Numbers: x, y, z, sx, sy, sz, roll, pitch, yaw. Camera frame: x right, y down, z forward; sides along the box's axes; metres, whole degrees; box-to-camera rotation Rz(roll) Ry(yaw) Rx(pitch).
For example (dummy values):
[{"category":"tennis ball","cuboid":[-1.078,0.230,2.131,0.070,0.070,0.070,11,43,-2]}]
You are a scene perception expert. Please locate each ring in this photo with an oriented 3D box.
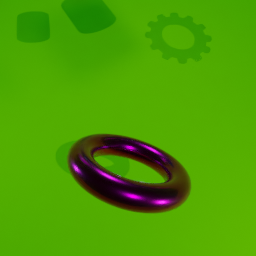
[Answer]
[{"category":"ring","cuboid":[0.030,0.571,4.037,1.816,1.816,0.363,20,108,10]}]
